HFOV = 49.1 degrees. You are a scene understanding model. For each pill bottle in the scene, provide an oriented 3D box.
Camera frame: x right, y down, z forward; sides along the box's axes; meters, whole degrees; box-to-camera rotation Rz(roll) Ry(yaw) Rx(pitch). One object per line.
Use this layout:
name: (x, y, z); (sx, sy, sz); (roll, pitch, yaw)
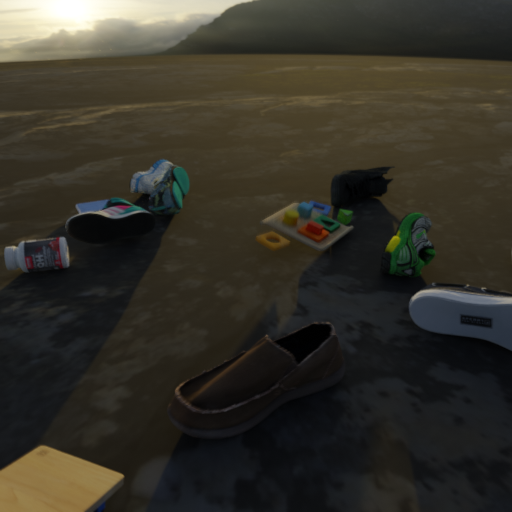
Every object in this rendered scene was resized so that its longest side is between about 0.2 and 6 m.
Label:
pill bottle: (-4.355, -0.007, 11.152); (1.133, 0.627, 0.627); (-7, 27, -12)

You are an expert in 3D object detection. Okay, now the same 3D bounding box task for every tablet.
tablet: (-3.706, -1.004, 13.766); (1.141, 0.120, 1.754); (-12, 31, -24)

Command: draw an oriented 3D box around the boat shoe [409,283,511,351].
boat shoe: (3.886, 0.944, 8.959); (2.731, 0.955, 0.905); (6, 27, 30)

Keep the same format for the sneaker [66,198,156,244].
sneaker: (-3.338, -0.819, 12.433); (1.919, 0.803, 1.159); (-6, 20, -32)

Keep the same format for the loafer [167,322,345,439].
loafer: (0.035, 1.515, 7.574); (2.724, 0.967, 0.995); (-18, 31, -32)

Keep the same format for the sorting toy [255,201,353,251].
sorting toy: (1.167, -0.773, 12.597); (1.696, 0.410, 3.012); (24, 32, 23)

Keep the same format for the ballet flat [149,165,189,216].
ballet flat: (-2.301, -1.688, 14.441); (0.954, 0.954, 2.569); (0, 21, 0)

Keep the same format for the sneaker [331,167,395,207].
sneaker: (2.863, -1.902, 14.927); (1.333, 0.768, 2.556); (4, 22, 20)

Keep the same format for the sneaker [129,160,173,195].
sneaker: (-2.689, -2.091, 15.623); (0.828, 0.716, 1.911); (20, 34, 13)

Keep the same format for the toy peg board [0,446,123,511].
toy peg board: (-2.213, 2.659, 5.866); (1.157, 0.566, 1.152); (11, 12, 20)

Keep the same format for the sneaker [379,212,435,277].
sneaker: (3.241, -0.161, 11.467); (0.908, 0.831, 2.131); (19, 40, 21)
